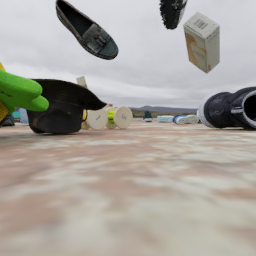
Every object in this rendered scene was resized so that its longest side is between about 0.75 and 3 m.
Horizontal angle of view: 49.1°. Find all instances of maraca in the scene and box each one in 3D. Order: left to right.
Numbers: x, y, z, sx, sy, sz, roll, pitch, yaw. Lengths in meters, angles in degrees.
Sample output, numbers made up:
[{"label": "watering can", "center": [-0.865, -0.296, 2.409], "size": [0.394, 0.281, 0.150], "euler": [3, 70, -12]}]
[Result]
[{"label": "maraca", "center": [-2.199, -0.553, 3.405], "size": [2.714, 1.452, 1.861], "euler": [2, -16, 34]}]

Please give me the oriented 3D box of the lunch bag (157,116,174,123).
[{"label": "lunch bag", "center": [1.850, -0.428, 13.771], "size": [0.833, 0.321, 0.668], "euler": [1, 5, 22]}]

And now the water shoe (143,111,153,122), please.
[{"label": "water shoe", "center": [1.057, -0.592, 14.549], "size": [0.523, 0.577, 1.462], "euler": [0, 2, -3]}]

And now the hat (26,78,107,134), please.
[{"label": "hat", "center": [-1.299, -0.248, 4.815], "size": [1.877, 0.757, 1.877], "euler": [7, -8, 1]}]

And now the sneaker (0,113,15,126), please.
[{"label": "sneaker", "center": [-3.947, -0.333, 9.011], "size": [0.530, 0.557, 1.406], "euler": [1, 3, -29]}]

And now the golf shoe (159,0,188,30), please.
[{"label": "golf shoe", "center": [1.382, -3.502, 6.768], "size": [1.036, 2.194, 0.853], "euler": [-11, 29, -31]}]

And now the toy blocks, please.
[{"label": "toy blocks", "center": [-0.840, -0.256, 6.968], "size": [1.286, 0.560, 1.543], "euler": [-3, 3, -38]}]

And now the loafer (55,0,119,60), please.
[{"label": "loafer", "center": [-1.343, -3.061, 8.757], "size": [2.465, 0.886, 0.775], "euler": [40, 0, 2]}]

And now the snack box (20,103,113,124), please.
[{"label": "snack box", "center": [-2.120, -0.525, 9.890], "size": [2.111, 0.847, 2.503], "euler": [2, 4, 38]}]

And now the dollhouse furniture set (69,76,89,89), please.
[{"label": "dollhouse furniture set", "center": [-2.778, -0.704, 11.658], "size": [2.713, 1.325, 2.314], "euler": [-16, -23, -6]}]

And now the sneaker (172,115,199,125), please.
[{"label": "sneaker", "center": [2.143, -0.320, 10.561], "size": [0.983, 0.377, 0.547], "euler": [-8, 14, -23]}]

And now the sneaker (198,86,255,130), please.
[{"label": "sneaker", "center": [3.241, -0.456, 6.563], "size": [2.848, 1.075, 1.620], "euler": [-7, 5, -16]}]

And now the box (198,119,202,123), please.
[{"label": "box", "center": [3.082, -0.302, 12.089], "size": [0.895, 0.221, 0.715], "euler": [2, 2, 41]}]

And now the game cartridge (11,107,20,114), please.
[{"label": "game cartridge", "center": [-4.349, -0.524, 8.077], "size": [1.871, 0.568, 2.805], "euler": [-25, 19, -29]}]

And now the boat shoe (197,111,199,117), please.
[{"label": "boat shoe", "center": [3.409, -0.763, 10.902], "size": [0.990, 1.011, 2.838], "euler": [10, 8, 1]}]

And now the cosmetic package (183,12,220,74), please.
[{"label": "cosmetic package", "center": [2.144, -2.395, 8.060], "size": [0.859, 0.580, 1.632], "euler": [46, -4, 31]}]

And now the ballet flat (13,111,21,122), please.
[{"label": "ballet flat", "center": [-5.928, -0.517, 13.745], "size": [2.136, 0.753, 0.697], "euler": [3, -23, 7]}]
